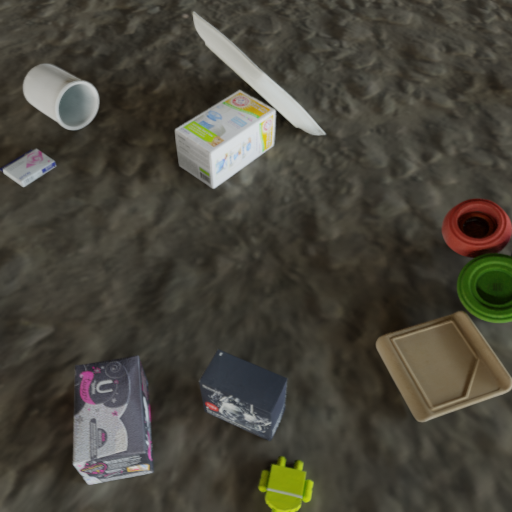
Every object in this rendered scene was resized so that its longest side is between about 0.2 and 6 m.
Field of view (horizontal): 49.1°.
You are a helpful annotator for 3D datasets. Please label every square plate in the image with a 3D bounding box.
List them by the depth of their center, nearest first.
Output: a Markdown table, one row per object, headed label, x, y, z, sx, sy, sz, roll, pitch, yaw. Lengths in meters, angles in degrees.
| label | x | y | z | sx | sy | sz | roll | pitch | yaw |
| --- | --- | --- | --- | --- | --- | --- | --- | --- | --- |
| square plate | 0.021 | -3.818 | 12.159 | 0.398 | 2.800 | 2.773 | -47 | 57 | 12 |

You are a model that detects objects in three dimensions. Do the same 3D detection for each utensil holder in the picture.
| label | x | y | z | sx | sy | sz | roll | pitch | yaw |
| --- | --- | --- | --- | --- | --- | --- | --- | --- | --- |
| utensil holder | -4.425 | -3.617 | 12.674 | 1.322 | 1.124 | 1.124 | 32 | 57 | 27 |

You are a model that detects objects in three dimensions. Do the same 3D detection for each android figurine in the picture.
| label | x | y | z | sx | sy | sz | roll | pitch | yaw |
| --- | --- | --- | --- | --- | --- | --- | --- | --- | --- |
| android figurine | 0.400 | 3.156 | 7.636 | 0.718 | 0.162 | 0.789 | 9 | 50 | 7 |

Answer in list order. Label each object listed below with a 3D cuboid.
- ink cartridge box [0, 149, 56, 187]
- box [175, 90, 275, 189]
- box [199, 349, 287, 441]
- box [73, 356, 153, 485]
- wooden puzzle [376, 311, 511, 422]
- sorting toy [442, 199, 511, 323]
| label | x | y | z | sx | sy | sz | roll | pitch | yaw |
| --- | --- | --- | --- | --- | --- | --- | --- | --- | --- |
| ink cartridge box | -4.856 | -1.918 | 11.843 | 0.872 | 0.189 | 0.857 | 32 | 58 | 22 |
| box | -0.613 | -2.480 | 11.777 | 1.087 | 0.979 | 1.932 | 36 | 59 | 25 |
| box | -0.178 | 2.005 | 8.032 | 1.119 | 1.019 | 0.583 | 19 | 53 | 16 |
| box | -2.023 | 2.287 | 7.906 | 0.974 | 0.845 | 1.473 | -8 | 51 | -7 |
| wooden puzzle | 2.904 | 1.711 | 8.783 | 1.610 | 0.300 | 1.489 | -17 | 52 | -8 |
| sorting toy | 4.117 | 0.147 | 9.776 | 1.452 | 0.992 | 2.416 | -9 | 61 | 12 |
